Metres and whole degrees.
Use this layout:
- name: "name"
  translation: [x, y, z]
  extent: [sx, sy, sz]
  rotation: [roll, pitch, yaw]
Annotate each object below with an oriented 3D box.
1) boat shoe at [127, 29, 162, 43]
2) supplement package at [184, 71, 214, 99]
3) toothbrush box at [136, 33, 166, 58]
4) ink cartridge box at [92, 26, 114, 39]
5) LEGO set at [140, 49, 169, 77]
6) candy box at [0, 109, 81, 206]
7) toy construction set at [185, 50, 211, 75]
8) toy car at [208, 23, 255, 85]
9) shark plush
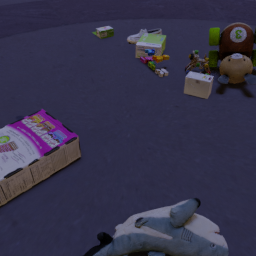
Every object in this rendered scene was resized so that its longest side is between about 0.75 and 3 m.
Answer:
- name: "boat shoe"
  translation: [0.903, -4.951, 14.928]
  extent: [1.934, 0.663, 0.696]
  rotation: [-6, 38, -7]
- name: "supplement package"
  translation: [2.663, -1.629, 10.580]
  extent: [0.935, 0.729, 0.519]
  rotation: [17, 41, 22]
- name: "toothbrush box"
  translation: [1.132, -3.984, 13.647]
  extent: [1.180, 0.698, 1.621]
  rotation: [10, 38, 12]
- name: "ink cartridge box"
  translation: [-1.444, -5.483, 15.803]
  extent: [0.853, 0.437, 1.154]
  rotation: [-22, 44, -26]
- name: "LEGO set"
  translation: [1.334, -2.987, 12.357]
  extent: [0.766, 0.712, 1.866]
  rotation: [-11, 40, -25]
- name: "candy box"
  translation: [-2.906, 0.712, 7.460]
  extent: [2.749, 0.838, 1.874]
  rotation: [-31, 47, -33]
- name: "toy construction set"
  translation: [3.087, -2.874, 11.948]
  extent: [1.124, 1.035, 1.348]
  rotation: [17, 40, 20]
- name: "toy car"
  translation: [4.286, -2.645, 11.079]
  extent: [2.183, 2.097, 2.658]
  rotation: [3, 48, 16]
- name: "shark plush"
  translation: [0.459, 2.253, 5.451]
  extent: [2.912, 1.323, 1.213]
  rotation: [-8, 69, -18]
